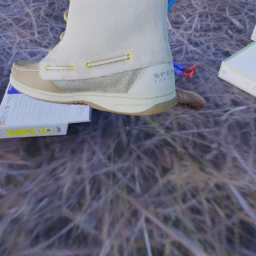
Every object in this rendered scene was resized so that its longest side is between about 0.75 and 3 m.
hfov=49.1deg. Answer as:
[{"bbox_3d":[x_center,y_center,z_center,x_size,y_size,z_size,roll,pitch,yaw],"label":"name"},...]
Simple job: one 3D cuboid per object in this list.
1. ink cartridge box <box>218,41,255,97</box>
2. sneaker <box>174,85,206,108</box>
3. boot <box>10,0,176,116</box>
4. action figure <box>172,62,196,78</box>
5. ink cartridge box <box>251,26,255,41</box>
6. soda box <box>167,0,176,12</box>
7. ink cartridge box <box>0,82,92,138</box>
[{"bbox_3d":[4.306,-1.495,7.992,1.959,0.646,2.693,-33,55,-26],"label":"ink cartridge box"},{"bbox_3d":[1.417,-0.768,7.557,1.349,0.475,0.510,28,73,26],"label":"sneaker"},{"bbox_3d":[-0.662,-1.445,3.870,2.861,2.213,1.031,12,26,30],"label":"boot"},{"bbox_3d":[1.213,-2.076,8.464,1.659,0.821,0.541,13,48,15],"label":"action figure"},{"bbox_3d":[5.122,-3.170,9.575,0.996,0.600,1.371,-32,54,-25],"label":"ink cartridge box"},{"bbox_3d":[0.837,-3.701,6.866,0.529,1.561,0.501,26,68,22],"label":"soda box"},{"bbox_3d":[-2.081,-0.755,7.431,2.305,0.542,2.278,-1,46,-3],"label":"ink cartridge box"}]
